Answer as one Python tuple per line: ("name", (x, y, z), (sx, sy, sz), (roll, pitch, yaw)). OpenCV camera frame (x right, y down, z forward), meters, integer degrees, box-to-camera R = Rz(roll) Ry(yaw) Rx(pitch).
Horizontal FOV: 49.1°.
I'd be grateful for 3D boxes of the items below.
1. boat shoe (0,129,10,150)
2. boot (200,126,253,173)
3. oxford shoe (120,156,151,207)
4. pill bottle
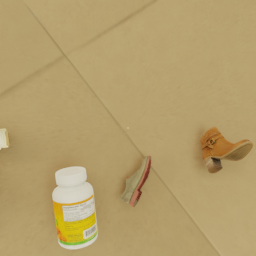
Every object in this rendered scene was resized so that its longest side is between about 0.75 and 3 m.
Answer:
("boat shoe", (-3.510, 0.296, 7.114), (0.588, 1.699, 0.626), (-7, 87, -37))
("boot", (2.414, 0.384, 7.169), (0.520, 1.411, 1.091), (23, 44, -30))
("oxford shoe", (0.207, 1.318, 7.350), (0.520, 0.490, 1.391), (19, 76, 20))
("pill bottle", (-1.267, 1.838, 6.636), (0.952, 0.952, 1.714), (-5, 99, -1))
